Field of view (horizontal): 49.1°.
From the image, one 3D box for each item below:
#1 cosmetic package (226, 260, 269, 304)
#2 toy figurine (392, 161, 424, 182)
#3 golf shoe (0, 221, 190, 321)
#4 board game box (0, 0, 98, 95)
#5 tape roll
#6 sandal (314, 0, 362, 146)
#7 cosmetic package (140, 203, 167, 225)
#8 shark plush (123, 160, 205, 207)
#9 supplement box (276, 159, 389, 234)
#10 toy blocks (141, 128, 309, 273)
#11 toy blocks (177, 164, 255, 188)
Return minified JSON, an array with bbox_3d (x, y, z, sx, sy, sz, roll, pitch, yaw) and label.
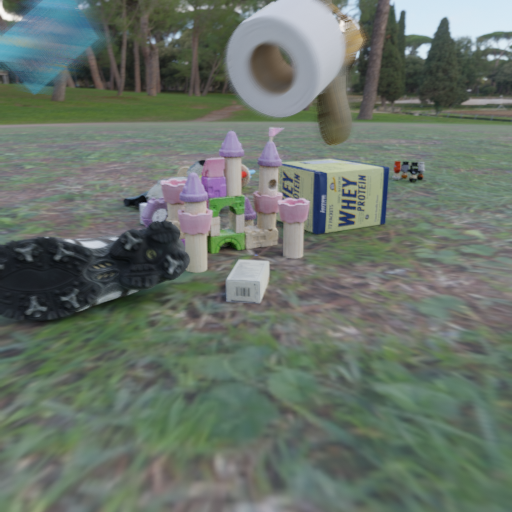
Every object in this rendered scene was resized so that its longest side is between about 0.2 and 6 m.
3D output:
[{"bbox_3d":[-0.093,0.308,6.973,0.433,0.293,0.824,3,17,10],"label":"cosmetic package"},{"bbox_3d":[4.299,-2.366,15.749,0.800,0.556,0.787,10,14,36],"label":"toy figurine"},{"bbox_3d":[-2.040,0.227,6.601,2.436,0.947,1.151,-8,-4,-19],"label":"golf shoe"},{"bbox_3d":[-3.772,-3.846,10.087,0.384,1.638,1.236,46,-5,11],"label":"board game box"},{"bbox_3d":[0.480,-3.193,9.009,1.606,1.606,1.103,9,41,28],"label":"tape roll"},{"bbox_3d":[1.612,-3.839,10.871,0.952,3.526,1.416,-5,-13,-3],"label":"sandal"},{"bbox_3d":[-1.578,-0.820,10.631,1.114,0.397,0.565,-12,20,-35],"label":"cosmetic package"},{"bbox_3d":[-1.672,-1.125,11.838,2.414,1.097,1.005,-17,-9,16],"label":"shark plush"},{"bbox_3d":[1.345,-1.190,10.643,1.628,1.094,1.629,-9,19,-29],"label":"supplement box"},{"bbox_3d":[-0.549,-1.005,8.656,2.072,1.866,2.217,-8,18,-25],"label":"toy blocks"},{"bbox_3d":[-0.961,-2.069,14.486,1.455,0.634,1.745,10,19,30],"label":"toy blocks"}]
